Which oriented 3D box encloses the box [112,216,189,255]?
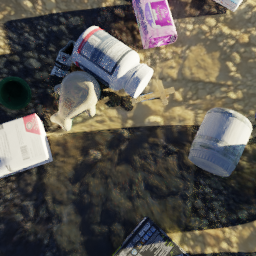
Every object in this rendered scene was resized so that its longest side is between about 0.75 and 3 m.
[{"bbox_3d":[0.422,3.879,7.357,1.913,0.529,2.388,41,79,9],"label":"box"}]

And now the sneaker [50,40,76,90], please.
[{"bbox_3d":[-2.058,-2.016,8.800,0.620,0.741,1.673,20,78,4],"label":"sneaker"}]

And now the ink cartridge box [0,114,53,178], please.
[{"bbox_3d":[-3.319,0.577,8.076,1.898,0.805,1.382,-17,76,-6],"label":"ink cartridge box"}]

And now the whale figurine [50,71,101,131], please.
[{"bbox_3d":[-1.578,-0.825,8.515,1.464,0.955,1.841,33,101,4],"label":"whale figurine"}]

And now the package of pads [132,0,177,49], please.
[{"bbox_3d":[0.857,-3.599,9.217,1.105,0.694,1.834,-12,76,-3],"label":"package of pads"}]

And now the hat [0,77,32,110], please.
[{"bbox_3d":[-3.647,-1.242,8.917,0.977,1.038,1.179,-28,113,-11],"label":"hat"}]

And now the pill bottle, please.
[{"bbox_3d":[-0.431,-1.922,8.460,2.226,1.331,1.331,36,78,8],"label":"pill bottle"}]

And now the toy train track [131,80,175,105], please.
[{"bbox_3d":[0.784,-1.006,8.814,1.378,0.224,0.790,-15,83,2],"label":"toy train track"}]

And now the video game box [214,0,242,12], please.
[{"bbox_3d":[3.499,-5.211,9.780,1.685,0.433,1.850,35,78,11],"label":"video game box"}]

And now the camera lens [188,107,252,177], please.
[{"bbox_3d":[2.582,0.356,7.861,1.320,1.320,1.651,27,77,7],"label":"camera lens"}]
